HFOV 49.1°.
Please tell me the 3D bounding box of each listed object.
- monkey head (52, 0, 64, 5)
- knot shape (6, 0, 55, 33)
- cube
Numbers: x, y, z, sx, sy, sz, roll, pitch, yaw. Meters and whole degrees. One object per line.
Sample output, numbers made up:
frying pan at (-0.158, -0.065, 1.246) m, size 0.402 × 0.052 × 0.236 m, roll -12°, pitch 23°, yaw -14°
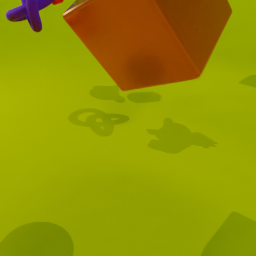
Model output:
monkey head at (-2.371, -4.583, 8.630) m, size 1.826 × 1.100 × 1.314 m, roll 35°, pitch 85°, yaw 22°
knot shape at (-2.360, -3.278, 7.089) m, size 0.758 × 1.535 × 1.640 m, roll 25°, pitch 2°, yaw -40°
cube at (0.264, -1.312, 3.231) m, size 1.203 × 1.203 × 1.203 m, roll -2°, pitch 49°, yaw 47°
